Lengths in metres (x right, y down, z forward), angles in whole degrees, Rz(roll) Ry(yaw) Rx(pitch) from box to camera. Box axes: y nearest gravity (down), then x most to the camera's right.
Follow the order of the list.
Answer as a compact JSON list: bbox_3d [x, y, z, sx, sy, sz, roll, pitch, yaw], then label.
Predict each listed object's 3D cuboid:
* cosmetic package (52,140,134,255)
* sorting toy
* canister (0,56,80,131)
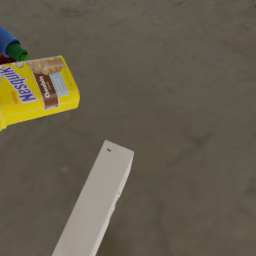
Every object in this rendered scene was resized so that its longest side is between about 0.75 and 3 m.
[{"bbox_3d":[-0.568,1.460,4.747,0.563,1.644,2.181,22,73,7],"label":"cosmetic package"},{"bbox_3d":[-3.080,-1.378,6.276,1.174,2.861,1.719,37,87,8],"label":"sorting toy"},{"bbox_3d":[-1.541,-0.599,4.361,1.327,0.574,0.985,-18,68,-27],"label":"canister"}]
